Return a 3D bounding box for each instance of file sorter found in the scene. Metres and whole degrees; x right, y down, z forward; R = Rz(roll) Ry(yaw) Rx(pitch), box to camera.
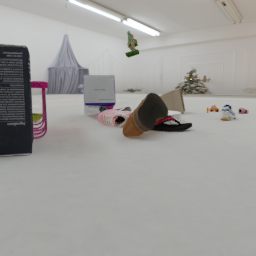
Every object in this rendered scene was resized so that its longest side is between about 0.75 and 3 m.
[{"bbox_3d":[-3.572,-0.661,8.967,1.887,1.703,2.716,-2,10,-18],"label":"file sorter"}]

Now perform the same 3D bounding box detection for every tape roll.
[{"bbox_3d":[1.168,-0.490,12.058,2.232,0.408,2.232,1,8,0],"label":"tape roll"}]

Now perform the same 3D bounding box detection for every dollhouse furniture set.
[{"bbox_3d":[0.020,-2.742,9.210,0.430,0.562,0.857,-12,-5,18],"label":"dollhouse furniture set"}]

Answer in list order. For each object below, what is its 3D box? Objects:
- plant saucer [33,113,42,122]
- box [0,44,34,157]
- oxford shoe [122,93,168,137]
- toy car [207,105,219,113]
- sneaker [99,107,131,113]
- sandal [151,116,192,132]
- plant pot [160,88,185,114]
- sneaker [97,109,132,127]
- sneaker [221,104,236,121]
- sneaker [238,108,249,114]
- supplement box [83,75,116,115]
[{"bbox_3d":[-4.503,-0.418,11.890,1.338,0.321,1.340,6,11,32],"label":"plant saucer"},{"bbox_3d":[-2.990,-0.684,6.736,1.290,2.409,1.788,-3,9,-17],"label":"box"},{"bbox_3d":[0.554,-0.445,9.150,0.966,0.967,2.711,-35,1,32],"label":"oxford shoe"},{"bbox_3d":[4.884,-1.105,16.045,0.606,0.411,1.235,4,9,25],"label":"toy car"},{"bbox_3d":[-0.628,-0.681,12.604,1.171,0.616,1.621,8,13,28],"label":"sneaker"},{"bbox_3d":[1.114,-0.195,9.833,2.240,0.505,0.841,2,9,12],"label":"sandal"},{"bbox_3d":[2.442,-1.429,15.596,1.209,1.364,1.366,-10,6,16],"label":"plant pot"},{"bbox_3d":[-0.600,-0.361,10.651,1.533,0.577,0.801,-1,15,23],"label":"sneaker"},{"bbox_3d":[4.643,-0.748,12.847,0.588,0.688,1.562,3,8,26],"label":"sneaker"},{"bbox_3d":[6.235,-0.971,15.507,0.488,0.309,0.867,2,10,-9],"label":"sneaker"},{"bbox_3d":[-1.449,-1.522,13.565,1.398,1.428,2.763,-2,-7,-10],"label":"supplement box"}]
